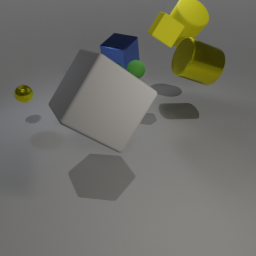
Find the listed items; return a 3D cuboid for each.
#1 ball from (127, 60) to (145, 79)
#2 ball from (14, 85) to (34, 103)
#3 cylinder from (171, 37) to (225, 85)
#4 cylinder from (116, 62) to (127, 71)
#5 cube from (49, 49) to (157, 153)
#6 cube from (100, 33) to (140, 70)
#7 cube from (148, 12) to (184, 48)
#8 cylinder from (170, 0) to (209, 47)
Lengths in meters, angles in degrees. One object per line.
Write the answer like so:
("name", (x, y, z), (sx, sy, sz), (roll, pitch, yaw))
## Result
("ball", (0.295, -2.187, 10.497), (0.700, 0.700, 0.700), (0, 31, 0))
("ball", (-3.973, -1.301, 10.681), (0.700, 0.700, 0.700), (0, 31, 0))
("cylinder", (2.538, -2.403, 10.216), (1.400, 1.400, 1.400), (12, 26, -23))
("cylinder", (-0.457, -2.035, 10.694), (0.700, 0.700, 0.700), (-30, 22, 24))
("cube", (-0.563, -0.583, 5.668), (1.400, 1.400, 1.400), (29, 4, -30))
("cube", (-0.380, -3.752, 14.114), (1.400, 1.400, 1.400), (18, 50, 24))
("cube", (1.098, -2.893, 8.226), (0.700, 0.700, 0.700), (28, 18, -19))
("cylinder", (2.301, -4.220, 11.327), (1.400, 1.400, 1.400), (8, 66, -18))
